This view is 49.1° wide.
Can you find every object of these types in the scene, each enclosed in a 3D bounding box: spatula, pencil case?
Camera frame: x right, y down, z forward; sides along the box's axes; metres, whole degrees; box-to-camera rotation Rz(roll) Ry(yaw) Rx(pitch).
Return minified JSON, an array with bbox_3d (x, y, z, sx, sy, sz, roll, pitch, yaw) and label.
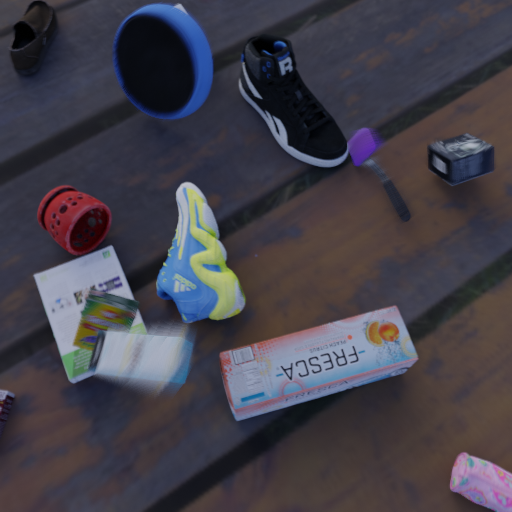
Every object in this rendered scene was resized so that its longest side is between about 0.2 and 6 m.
[{"bbox_3d":[2.368,-1.537,10.675,0.221,0.607,2.148,-5,59,-42],"label":"spatula"},{"bbox_3d":[3.691,3.527,8.371,1.496,0.654,0.654,23,67,11],"label":"pencil case"}]

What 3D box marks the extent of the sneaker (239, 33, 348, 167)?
[{"bbox_3d":[0.666,-3.094,10.827,1.079,1.653,2.955,-38,71,-16],"label":"sneaker"}]

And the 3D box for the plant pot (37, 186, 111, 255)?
[{"bbox_3d":[-3.311,-0.675,10.068,0.958,1.052,1.052,31,69,18],"label":"plant pot"}]

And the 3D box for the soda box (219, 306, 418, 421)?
[{"bbox_3d":[0.947,1.732,8.966,2.982,1.020,0.948,-14,66,-6],"label":"soda box"}]

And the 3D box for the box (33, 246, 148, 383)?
[{"bbox_3d":[-2.794,0.973,9.600,1.441,0.363,1.997,-22,71,-12],"label":"box"}]

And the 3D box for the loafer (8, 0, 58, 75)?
[{"bbox_3d":[-4.851,-4.885,12.168,0.725,0.709,1.986,2,65,1],"label":"loafer"}]

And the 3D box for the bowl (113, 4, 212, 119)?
[{"bbox_3d":[-1.850,-3.672,10.779,2.130,2.130,0.418,30,37,13],"label":"bowl"}]

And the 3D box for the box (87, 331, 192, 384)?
[{"bbox_3d":[-1.671,1.448,8.030,1.454,0.357,0.598,1,68,24],"label":"box"}]

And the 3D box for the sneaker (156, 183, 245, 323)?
[{"bbox_3d":[-1.240,-0.029,9.800,1.399,1.009,2.663,-21,65,-5],"label":"sneaker"}]

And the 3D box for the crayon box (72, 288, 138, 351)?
[{"bbox_3d":[-2.362,1.126,8.686,0.759,1.196,0.304,17,32,-14],"label":"crayon box"}]

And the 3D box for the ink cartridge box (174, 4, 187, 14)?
[{"bbox_3d":[-1.741,-4.679,12.152,0.956,0.576,1.316,-27,67,-11],"label":"ink cartridge box"}]

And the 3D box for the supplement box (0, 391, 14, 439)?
[{"bbox_3d":[-4.318,2.642,8.953,0.536,0.300,0.985,7,67,3],"label":"supplement box"}]

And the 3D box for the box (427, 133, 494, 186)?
[{"bbox_3d":[3.836,-1.829,10.546,0.866,0.546,0.881,-18,32,-7],"label":"box"}]
